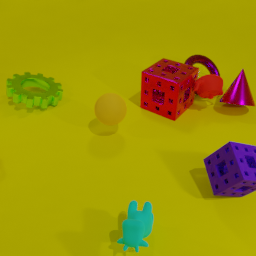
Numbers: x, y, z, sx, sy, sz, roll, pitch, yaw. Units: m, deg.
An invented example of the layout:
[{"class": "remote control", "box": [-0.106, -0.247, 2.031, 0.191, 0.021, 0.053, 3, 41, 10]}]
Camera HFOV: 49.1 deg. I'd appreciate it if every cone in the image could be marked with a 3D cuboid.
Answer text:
[{"class": "cone", "box": [3.715, -1.380, 9.296, 1.176, 1.181, 1.176, 7, 9, -1]}]

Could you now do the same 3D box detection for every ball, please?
[{"class": "ball", "box": [-0.501, -0.539, 8.052, 0.938, 0.938, 0.938, 0, 37, 0]}]

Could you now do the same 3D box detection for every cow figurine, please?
[{"class": "cow figurine", "box": [0.191, 1.921, 5.341, 0.578, 1.052, 1.035, 1, 49, 15]}]

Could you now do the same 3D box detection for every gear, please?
[{"class": "gear", "box": [-3.278, -1.363, 9.891, 1.880, 0.348, 1.880, 13, 34, -9]}]

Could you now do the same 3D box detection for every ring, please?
[{"class": "ring", "box": [2.725, -1.931, 10.315, 1.662, 0.332, 1.662, 7, 73, -23]}]

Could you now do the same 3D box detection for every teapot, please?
[{"class": "teapot", "box": [2.599, -1.294, 9.054, 1.467, 0.912, 0.718, 7, 72, -35]}]

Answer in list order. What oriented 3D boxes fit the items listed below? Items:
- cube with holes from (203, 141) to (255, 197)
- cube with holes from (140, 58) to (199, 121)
[{"class": "cube with holes", "box": [2.438, 0.956, 6.314, 0.894, 0.894, 0.894, 10, 53, -27]}, {"class": "cube with holes", "box": [1.375, -1.333, 9.420, 1.369, 1.369, 1.369, 24, 43, 28]}]
